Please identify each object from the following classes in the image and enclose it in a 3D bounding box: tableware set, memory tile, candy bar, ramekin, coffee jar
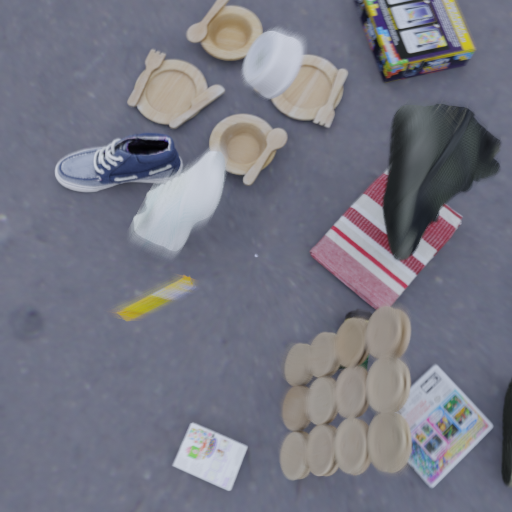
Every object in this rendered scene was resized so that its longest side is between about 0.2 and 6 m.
[{"bbox_3d":[-0.375,-3.471,11.520,4.045,0.469,3.379,36,77,10],"label":"tableware set"},{"bbox_3d":[1.273,2.159,8.555,0.251,2.992,2.293,16,61,-24],"label":"memory tile"},{"bbox_3d":[-1.362,0.590,7.682,1.106,0.276,0.123,-28,51,-2],"label":"candy bar"},{"bbox_3d":[0.225,-3.086,8.947,0.483,1.036,1.036,17,70,-36],"label":"ramekin"},{"bbox_3d":[1.782,1.527,9.984,0.483,0.591,1.133,12,75,-2],"label":"coffee jar"}]

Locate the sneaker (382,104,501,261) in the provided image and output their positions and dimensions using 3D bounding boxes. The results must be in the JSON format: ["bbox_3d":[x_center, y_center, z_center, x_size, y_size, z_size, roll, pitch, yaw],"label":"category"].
[{"bbox_3d":[3.018,-1.112,9.218,1.716,2.995,1.145,-5,42,-4],"label":"sneaker"}]

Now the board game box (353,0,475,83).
[{"bbox_3d":[3.298,-4.943,11.873,1.867,0.640,2.259,-12,74,-6],"label":"board game box"}]

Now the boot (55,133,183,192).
[{"bbox_3d":[-2.708,-1.879,10.704,2.494,1.127,0.907,-7,74,-2],"label":"boot"}]

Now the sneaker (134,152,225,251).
[{"bbox_3d":[-1.314,-0.915,9.529,0.928,2.317,0.815,16,45,-31],"label":"sneaker"}]

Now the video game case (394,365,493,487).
[{"bbox_3d":[3.092,2.947,9.783,1.540,0.182,1.402,-39,78,-11],"label":"video game case"}]

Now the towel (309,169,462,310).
[{"bbox_3d":[2.497,-0.359,10.712,1.811,0.286,2.515,41,77,11],"label":"towel"}]

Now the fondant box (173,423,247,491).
[{"bbox_3d":[-0.773,3.422,9.575,1.053,0.307,0.760,22,75,5],"label":"fondant box"}]

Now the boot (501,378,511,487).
[{"bbox_3d":[5.419,3.110,9.389,2.336,0.847,2.123,6,88,9],"label":"boot"}]
